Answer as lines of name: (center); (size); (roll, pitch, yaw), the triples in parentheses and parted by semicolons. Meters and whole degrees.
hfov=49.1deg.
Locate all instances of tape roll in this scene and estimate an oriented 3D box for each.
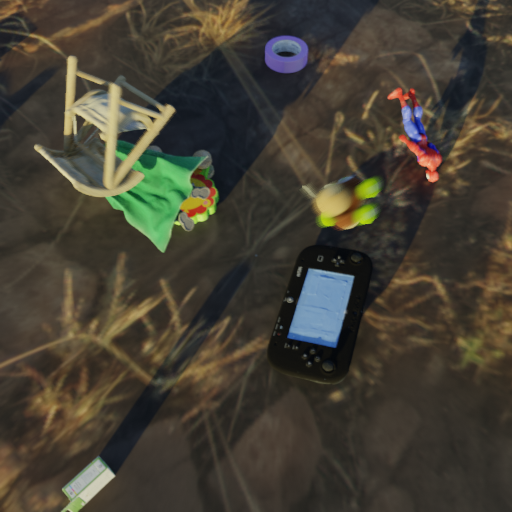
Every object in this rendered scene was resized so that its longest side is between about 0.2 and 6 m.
tape roll: (0.717, -4.799, 13.335); (1.004, 0.329, 1.004); (0, 55, 0)

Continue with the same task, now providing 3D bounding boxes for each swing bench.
swing bench: (-2.721, -2.197, 9.848); (1.237, 1.907, 1.897); (10, 22, -48)

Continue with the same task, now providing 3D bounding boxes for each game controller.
game controller: (1.084, 0.887, 9.266); (1.330, 0.537, 2.550); (15, 56, 10)

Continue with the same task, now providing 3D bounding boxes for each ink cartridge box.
ink cartridge box: (-2.387, 3.203, 7.718); (0.249, 0.436, 0.840); (38, 63, 23)

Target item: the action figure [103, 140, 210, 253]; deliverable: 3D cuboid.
action figure: (-2.262, -1.424, 10.510); (3.070, 0.840, 1.814); (27, 89, 32)

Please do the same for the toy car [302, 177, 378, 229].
toy car: (1.111, -0.852, 7.880); (0.790, 0.961, 0.758); (-1, 74, 44)

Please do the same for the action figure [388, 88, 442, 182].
action figure: (3.264, -2.415, 11.347); (0.657, 0.519, 2.008); (-5, 69, -36)

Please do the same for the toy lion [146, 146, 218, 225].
toy lion: (-1.509, -1.326, 10.877); (1.603, 0.550, 1.536); (7, 63, 5)
